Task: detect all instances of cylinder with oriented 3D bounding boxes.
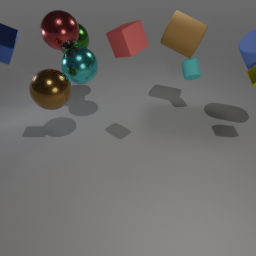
[{"bbox_3d":[2.234,-3.758,11.290,1.400,1.400,1.400,28,36,1],"label":"cylinder"},{"bbox_3d":[2.609,-2.416,11.559,0.700,0.700,0.700,-7,-10,-1],"label":"cylinder"},{"bbox_3d":[4.748,-2.548,9.668,1.400,1.400,1.400,-27,36,22],"label":"cylinder"}]

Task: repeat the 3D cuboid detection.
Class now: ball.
[{"bbox_3d":[-2.496,-3.578,10.298,1.400,1.400,1.400,0,32,0],"label":"ball"},{"bbox_3d":[-2.637,-1.317,9.586,1.400,1.400,1.400,0,32,0],"label":"ball"},{"bbox_3d":[-2.331,-3.717,11.749,1.400,1.400,1.400,0,32,0],"label":"ball"},{"bbox_3d":[-1.836,-2.381,10.655,1.400,1.400,1.400,0,32,0],"label":"ball"}]

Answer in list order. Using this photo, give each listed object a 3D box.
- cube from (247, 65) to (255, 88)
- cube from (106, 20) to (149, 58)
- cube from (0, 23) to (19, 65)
[{"bbox_3d":[4.220,-1.563,8.592,0.700,0.700,0.700,30,41,-26],"label":"cube"},{"bbox_3d":[-0.010,-2.321,7.350,0.700,0.700,0.700,-38,30,-29],"label":"cube"},{"bbox_3d":[-3.363,-2.239,7.377,0.700,0.700,0.700,16,58,-27],"label":"cube"}]
